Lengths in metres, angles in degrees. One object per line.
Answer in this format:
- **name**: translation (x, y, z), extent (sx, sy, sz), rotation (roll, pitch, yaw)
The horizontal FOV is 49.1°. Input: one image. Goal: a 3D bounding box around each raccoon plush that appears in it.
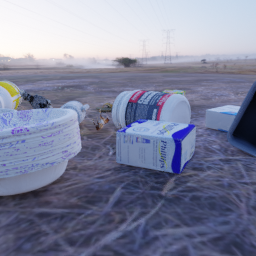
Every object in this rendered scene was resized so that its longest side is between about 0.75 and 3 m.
- **raccoon plush**: translation (-4.649, -1.494, 14.456), extent (0.840, 1.735, 1.163), rotation (-40, 15, 2)

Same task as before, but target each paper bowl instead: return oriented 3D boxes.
- **paper bowl**: translation (-2.448, 0.475, 6.212), extent (2.809, 1.461, 2.809), rotation (-5, 11, 1)

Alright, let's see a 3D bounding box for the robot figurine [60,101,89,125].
- **robot figurine**: translation (-2.315, -0.583, 11.656), extent (1.496, 0.996, 1.764), rotation (-21, 12, 6)

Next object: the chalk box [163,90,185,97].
- **chalk box**: translation (2.415, -1.438, 14.849), extent (1.097, 1.091, 1.763), rotation (5, 15, 17)

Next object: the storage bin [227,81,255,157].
- **storage bin**: translation (4.073, -0.282, 8.523), extent (1.546, 2.125, 1.427), rotation (27, 11, 13)

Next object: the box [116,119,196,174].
- **box**: translation (0.817, 0.423, 7.782), extent (1.802, 0.945, 1.657), rotation (7, 17, 24)

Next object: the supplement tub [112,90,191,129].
- **supplement tub**: translation (0.790, -0.443, 9.718), extent (2.377, 1.668, 1.668), rotation (12, 19, 38)

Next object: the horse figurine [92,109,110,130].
- **horse figurine**: translation (-1.077, -0.244, 10.887), extent (0.263, 0.699, 1.055), rotation (-3, 38, 23)

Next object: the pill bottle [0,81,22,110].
- **pill bottle**: translation (-6.080, -1.267, 13.005), extent (1.653, 1.653, 2.941), rotation (-2, 14, -8)

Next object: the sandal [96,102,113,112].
- **sandal**: translation (-0.944, -1.164, 15.079), extent (1.659, 0.448, 0.666), rotation (-6, 15, -23)

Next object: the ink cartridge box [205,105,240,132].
- **ink cartridge box**: translation (4.208, -0.403, 11.417), extent (1.813, 0.759, 1.315), rotation (-13, 19, -41)

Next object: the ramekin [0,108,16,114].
- **ramekin**: translation (-4.302, 0.214, 8.074), extent (2.315, 1.215, 2.315), rotation (0, 14, 0)
